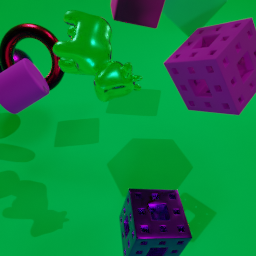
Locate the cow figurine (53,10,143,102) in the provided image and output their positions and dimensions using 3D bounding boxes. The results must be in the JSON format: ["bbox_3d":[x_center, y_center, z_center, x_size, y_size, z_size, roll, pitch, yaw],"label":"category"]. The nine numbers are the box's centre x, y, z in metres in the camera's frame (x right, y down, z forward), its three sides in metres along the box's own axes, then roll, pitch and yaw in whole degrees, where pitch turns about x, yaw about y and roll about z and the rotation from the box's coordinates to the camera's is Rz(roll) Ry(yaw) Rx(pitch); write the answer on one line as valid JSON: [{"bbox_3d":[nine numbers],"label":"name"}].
[{"bbox_3d":[-0.451,-1.229,4.767,1.523,0.849,1.547,9,69,3],"label":"cow figurine"}]

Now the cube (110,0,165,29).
[{"bbox_3d":[0.231,-3.071,6.458,1.049,1.049,1.049,6,39,-13],"label":"cube"}]

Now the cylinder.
[{"bbox_3d":[-2.193,-0.846,5.726,0.840,0.840,0.840,-31,52,3],"label":"cylinder"}]

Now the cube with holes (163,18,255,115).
[{"bbox_3d":[1.965,-1.313,6.192,1.390,1.390,1.390,-47,31,-21],"label":"cube with holes"}]

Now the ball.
[{"bbox_3d":[-3.210,-1.648,7.806,1.169,1.169,1.169,0,48,0],"label":"ball"}]

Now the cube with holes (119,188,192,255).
[{"bbox_3d":[0.411,1.686,4.807,0.897,0.897,0.897,5,41,-13],"label":"cube with holes"}]

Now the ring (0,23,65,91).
[{"bbox_3d":[-2.241,-1.597,6.566,1.625,1.625,0.325,7,22,6],"label":"ring"}]

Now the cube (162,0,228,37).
[{"bbox_3d":[1.714,-3.571,7.815,1.317,1.317,1.317,36,29,-17],"label":"cube"}]
